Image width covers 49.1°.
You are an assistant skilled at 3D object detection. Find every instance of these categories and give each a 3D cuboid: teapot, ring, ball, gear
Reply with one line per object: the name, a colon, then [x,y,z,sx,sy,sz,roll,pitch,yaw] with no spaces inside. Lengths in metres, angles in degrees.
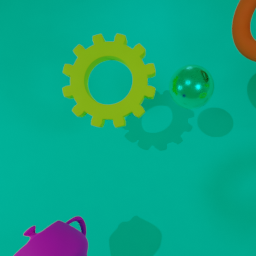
teapot: [-1.371,2.077,4.530,1.005,1.277,2.053,49,35,10]
ring: [2.822,-2.173,5.372,0.368,1.841,1.841,6,64,-33]
ball: [1.391,-0.900,6.164,0.978,0.978,0.978,0,68,0]
gear: [-0.404,-1.014,6.144,2.009,0.372,2.009,0,89,5]
